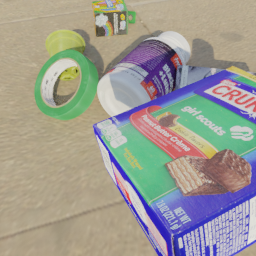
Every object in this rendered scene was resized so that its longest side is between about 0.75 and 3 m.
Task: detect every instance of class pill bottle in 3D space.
[{"bbox_3d":[0.574,-1.445,7.502,1.544,1.544,2.771,26,54,21],"label":"pill bottle"}]

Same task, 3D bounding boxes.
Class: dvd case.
[{"bbox_3d":[2.437,-0.405,6.736,2.714,0.217,2.018,7,84,7],"label":"dvd case"}]

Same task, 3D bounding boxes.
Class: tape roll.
[{"bbox_3d":[-1.630,-1.115,7.291,1.808,0.434,1.808,-7,74,27],"label":"tape roll"}]

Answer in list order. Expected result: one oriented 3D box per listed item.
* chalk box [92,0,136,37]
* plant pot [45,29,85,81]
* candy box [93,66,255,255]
[{"bbox_3d":[-0.485,-4.009,10.180,1.524,0.951,0.944,-7,49,-8],"label":"chalk box"},{"bbox_3d":[-1.879,-2.100,8.451,1.222,1.222,1.124,-5,60,-4],"label":"plant pot"},{"bbox_3d":[0.893,0.241,2.926,2.016,0.777,1.705,-22,36,-15],"label":"candy box"}]
